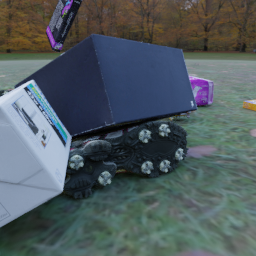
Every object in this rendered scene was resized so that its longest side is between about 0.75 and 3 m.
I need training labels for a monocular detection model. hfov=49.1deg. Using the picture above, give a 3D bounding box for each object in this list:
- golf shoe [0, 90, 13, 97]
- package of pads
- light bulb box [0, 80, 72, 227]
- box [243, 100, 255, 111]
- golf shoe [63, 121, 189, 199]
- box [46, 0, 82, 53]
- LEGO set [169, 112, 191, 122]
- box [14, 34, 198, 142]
[{"bbox_3d":[-3.174,-0.576,9.273,2.937,1.134,1.293,4,-4,10],"label":"golf shoe"},{"bbox_3d":[2.392,-1.755,12.593,1.752,1.100,2.907,-6,18,-10],"label":"package of pads"},{"bbox_3d":[-1.976,0.420,3.941,1.970,1.240,1.988,-29,18,2],"label":"light bulb box"},{"bbox_3d":[5.375,-0.810,10.840,0.919,0.320,1.544,-7,16,-23],"label":"box"},{"bbox_3d":[-0.114,0.401,5.552,2.891,1.116,1.273,-9,14,-28],"label":"golf shoe"},{"bbox_3d":[-2.466,-4.152,10.586,0.383,2.123,1.518,11,35,-35],"label":"box"},{"bbox_3d":[1.192,-0.797,9.868,2.381,1.380,1.831,1,-13,-8],"label":"LEGO set"},{"bbox_3d":[-0.422,-0.688,6.326,2.701,1.544,2.966,-15,-2,40],"label":"box"}]
